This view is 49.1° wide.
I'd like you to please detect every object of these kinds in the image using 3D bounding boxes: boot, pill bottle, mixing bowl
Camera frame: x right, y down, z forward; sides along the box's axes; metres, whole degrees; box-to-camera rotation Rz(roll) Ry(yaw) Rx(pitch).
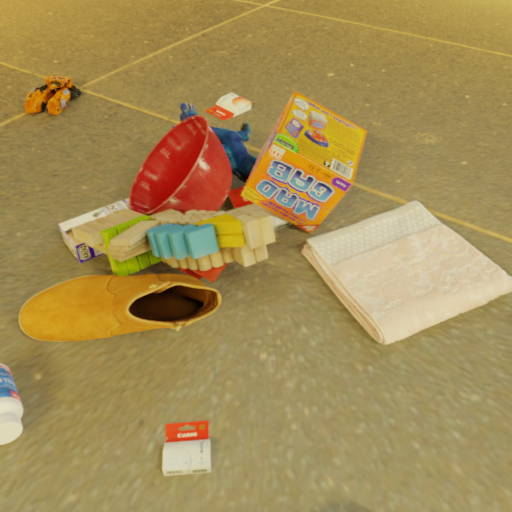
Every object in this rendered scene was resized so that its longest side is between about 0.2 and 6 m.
[{"bbox_3d":[-2.161,0.765,8.632,2.989,1.052,2.140,-9,1,-17],"label":"boot"},{"bbox_3d":[-3.755,2.148,8.112,0.626,0.626,1.115,-22,48,-23],"label":"pill bottle"},{"bbox_3d":[-1.343,-1.503,11.287,2.322,1.258,2.322,-30,42,31],"label":"mixing bowl"}]

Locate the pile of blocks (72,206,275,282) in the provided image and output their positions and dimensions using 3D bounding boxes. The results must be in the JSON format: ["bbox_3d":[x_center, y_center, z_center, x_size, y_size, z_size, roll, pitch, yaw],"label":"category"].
[{"bbox_3d":[-1.474,-0.033,9.740,3.888,1.208,1.596,1,25,29],"label":"pile of blocks"}]

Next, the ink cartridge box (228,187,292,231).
[{"bbox_3d":[0.073,-1.049,11.692,0.975,0.288,1.218,-18,68,-19],"label":"ink cartridge box"}]

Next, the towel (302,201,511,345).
[{"bbox_3d":[2.758,0.169,10.479,2.941,0.474,2.809,-19,45,-19],"label":"towel"}]

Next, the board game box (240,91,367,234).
[{"bbox_3d":[0.953,-1.850,11.228,1.684,1.683,1.682,27,51,-7],"label":"board game box"}]

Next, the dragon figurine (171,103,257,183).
[{"bbox_3d":[-0.540,-2.017,12.321,1.623,0.961,3.264,-27,77,-34],"label":"dragon figurine"}]

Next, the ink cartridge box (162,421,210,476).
[{"bbox_3d":[-0.974,2.653,7.862,0.645,0.190,0.805,-4,43,-4],"label":"ink cartridge box"}]

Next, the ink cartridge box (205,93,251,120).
[{"bbox_3d":[-0.790,-4.156,15.548,1.040,0.261,0.844,-30,49,-33],"label":"ink cartridge box"}]

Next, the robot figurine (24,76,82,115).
[{"bbox_3d":[-5.727,-4.551,15.777,1.332,0.535,1.837,4,41,2],"label":"robot figurine"}]

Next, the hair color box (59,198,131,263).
[{"bbox_3d":[-3.033,-0.538,11.260,1.554,0.504,0.849,-27,49,-25],"label":"hair color box"}]
